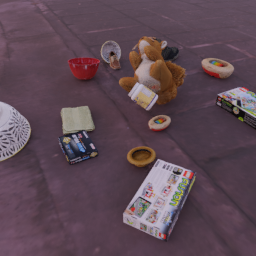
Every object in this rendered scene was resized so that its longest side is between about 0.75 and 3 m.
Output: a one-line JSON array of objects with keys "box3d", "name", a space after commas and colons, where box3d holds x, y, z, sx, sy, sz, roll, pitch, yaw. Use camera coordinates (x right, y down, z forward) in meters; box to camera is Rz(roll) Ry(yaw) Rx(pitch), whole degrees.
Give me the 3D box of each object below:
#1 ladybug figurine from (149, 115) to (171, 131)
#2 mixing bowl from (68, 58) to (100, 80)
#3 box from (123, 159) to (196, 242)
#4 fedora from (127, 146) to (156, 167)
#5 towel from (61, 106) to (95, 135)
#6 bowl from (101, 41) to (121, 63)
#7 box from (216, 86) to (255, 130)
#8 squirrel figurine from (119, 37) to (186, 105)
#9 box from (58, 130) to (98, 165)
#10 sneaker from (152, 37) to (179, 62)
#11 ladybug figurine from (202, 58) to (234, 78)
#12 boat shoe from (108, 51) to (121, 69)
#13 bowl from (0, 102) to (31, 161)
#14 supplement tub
[{"box3d": [1.223, -0.158, 10.936, 1.011, 0.364, 0.686, -25, 44, -29], "name": "ladybug figurine"}, {"box3d": [-2.209, -2.972, 14.154, 1.583, 0.857, 1.583, 2, 27, -1], "name": "mixing bowl"}, {"box3d": [0.978, 1.958, 8.094, 1.304, 0.411, 2.369, 18, 41, 22], "name": "box"}, {"box3d": [0.458, 1.017, 9.366, 0.957, 0.390, 0.957, -5, 38, 4], "name": "fedora"}, {"box3d": [-2.038, -0.350, 11.241, 1.251, 0.308, 1.686, -8, 38, -12], "name": "towel"}, {"box3d": [-1.080, -4.290, 15.928, 1.234, 1.234, 0.579, -22, 20, -26], "name": "bowl"}, {"box3d": [5.265, -0.739, 11.585, 1.601, 0.505, 2.909, -20, 41, -24], "name": "box"}, {"box3d": [1.186, -2.531, 12.079, 1.975, 2.791, 2.605, -29, 43, 33], "name": "squirrel figurine"}, {"box3d": [-1.775, 0.657, 9.907, 1.047, 0.303, 1.317, -17, 40, -21], "name": "box"}, {"box3d": [2.044, -4.463, 15.794, 2.479, 1.420, 0.948, -23, 45, -31], "name": "sneaker"}, {"box3d": [4.606, -3.096, 14.576, 1.234, 0.654, 1.819, -24, 43, -28], "name": "ladybug figurine"}, {"box3d": [-0.780, -3.756, 15.498, 0.548, 0.519, 1.446, -14, 48, -16], "name": "boat shoe"}, {"box3d": [-4.937, -0.145, 9.865, 2.679, 1.257, 2.679, 2, 46, -2], "name": "bowl"}, {"box3d": [0.556, -1.184, 10.421, 0.952, 0.692, 0.692, 35, 41, -4], "name": "supplement tub"}]
